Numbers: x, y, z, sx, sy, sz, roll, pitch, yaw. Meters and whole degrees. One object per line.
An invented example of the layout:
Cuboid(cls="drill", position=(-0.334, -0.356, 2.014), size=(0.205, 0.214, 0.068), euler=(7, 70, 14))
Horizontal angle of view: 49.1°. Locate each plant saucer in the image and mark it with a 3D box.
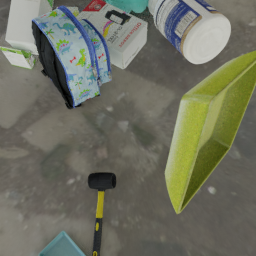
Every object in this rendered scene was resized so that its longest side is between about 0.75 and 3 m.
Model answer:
Cuboid(cls="plant saucer", position=(-1.101, 3.695, 6.814), size=(2.423, 0.230, 0.847), euler=(42, 72, 16))
Cuboid(cls="plant saucer", position=(1.689, -0.066, 5.791), size=(0.673, 2.809, 2.813), euler=(28, 43, 27))

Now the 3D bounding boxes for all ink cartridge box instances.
Cuboid(cls="ink cartridge box", position=(-3.589, -2.420, 9.162), size=(0.763, 1.033, 0.391), euler=(13, 70, 6))
Cuboid(cls="ink cartridge box", position=(-0.630, -3.270, 9.631), size=(2.183, 0.904, 1.591), euler=(30, 69, 13))

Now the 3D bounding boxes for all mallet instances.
Cuboid(cls="mallet", position=(-0.854, 2.266, 7.388), size=(0.743, 0.464, 2.256), euler=(4, 72, 21))

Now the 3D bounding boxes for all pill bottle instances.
Cuboid(cls="pill bottle", position=(1.856, -3.575, 9.268), size=(1.622, 1.622, 2.923), euler=(-23, 54, -10))

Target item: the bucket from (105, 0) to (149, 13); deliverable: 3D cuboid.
Cuboid(cls="bucket", position=(0.129, -5.713, 10.048), size=(2.655, 1.728, 2.655), euler=(-5, 67, 11))

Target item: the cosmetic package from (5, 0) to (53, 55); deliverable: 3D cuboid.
Cuboid(cls="cosmetic package", position=(-3.192, -3.733, 9.252), size=(0.983, 1.247, 2.317), euler=(6, 89, 0))

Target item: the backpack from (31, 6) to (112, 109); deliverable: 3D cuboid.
Cuboid(cls="backpack", position=(-1.640, -2.180, 8.205), size=(1.815, 2.470, 2.260), euler=(-32, 64, -15))

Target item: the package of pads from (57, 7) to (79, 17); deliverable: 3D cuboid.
Cuboid(cls="package of pads", position=(-2.235, -3.965, 10.253), size=(0.825, 0.364, 1.068), euler=(1, 65, 0))
